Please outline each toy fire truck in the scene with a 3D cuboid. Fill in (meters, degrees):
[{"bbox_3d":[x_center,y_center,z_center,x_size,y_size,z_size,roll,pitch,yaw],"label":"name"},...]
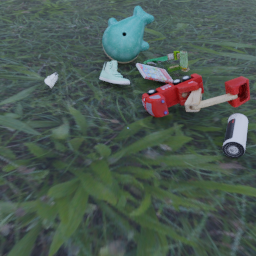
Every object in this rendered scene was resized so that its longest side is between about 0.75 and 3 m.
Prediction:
[{"bbox_3d":[2.018,-0.962,8.733,2.822,0.688,1.990,-22,29,-6],"label":"toy fire truck"}]

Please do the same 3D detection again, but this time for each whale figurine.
[{"bbox_3d":[0.068,-4.149,12.114,2.158,1.407,2.713,38,83,-1],"label":"whale figurine"}]

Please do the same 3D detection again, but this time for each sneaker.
[{"bbox_3d":[-2.866,-1.824,10.578,0.404,0.375,0.998,-34,29,13],"label":"sneaker"},{"bbox_3d":[-0.465,-2.119,10.627,1.432,0.844,0.527,21,12,34],"label":"sneaker"}]

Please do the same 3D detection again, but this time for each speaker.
[{"bbox_3d":[3.099,0.191,8.030,0.586,0.586,1.443,14,40,18],"label":"speaker"}]

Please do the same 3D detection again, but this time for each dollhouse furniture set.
[{"bbox_3d":[1.914,-2.584,10.937,0.572,0.746,1.139,-14,20,-3],"label":"dollhouse furniture set"}]

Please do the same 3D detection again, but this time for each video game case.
[{"bbox_3d":[1.049,-2.101,10.839,1.341,0.117,0.959,5,40,-29],"label":"video game case"}]

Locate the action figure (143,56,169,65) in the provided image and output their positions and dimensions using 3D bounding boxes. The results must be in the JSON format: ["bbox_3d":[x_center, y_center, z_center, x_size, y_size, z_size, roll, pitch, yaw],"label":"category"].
[{"bbox_3d":[1.165,-2.802,11.767,1.056,0.289,0.624,-4,21,15],"label":"action figure"}]
